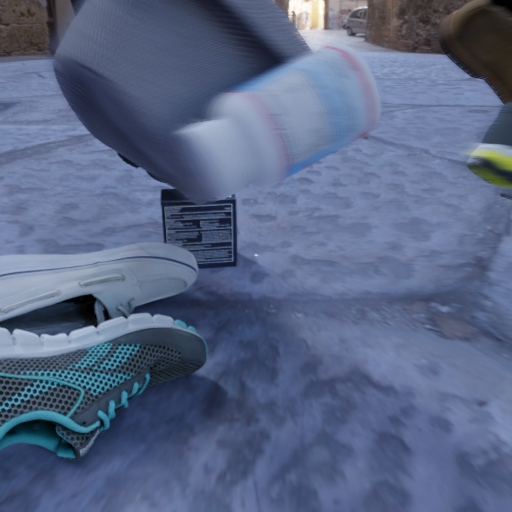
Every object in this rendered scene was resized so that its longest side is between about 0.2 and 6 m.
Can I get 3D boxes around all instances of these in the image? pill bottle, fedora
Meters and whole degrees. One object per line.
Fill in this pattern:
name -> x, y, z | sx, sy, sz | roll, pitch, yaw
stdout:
pill bottle -> 0.160, -0.831, 3.564 | 1.155, 0.628, 0.628 | -30, 33, -14
fedora -> -0.663, -1.383, 5.086 | 2.734, 1.396, 3.091 | 34, -5, 11

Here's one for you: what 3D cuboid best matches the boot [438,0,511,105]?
boot -> 3.281, -2.202, 6.500 | 2.315, 0.852, 0.873 | 26, -16, -17

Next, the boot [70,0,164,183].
boot -> -1.292, -2.416, 6.987 | 1.244, 3.791, 3.125 | -27, 46, -21

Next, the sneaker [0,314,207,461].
sneaker -> -1.635, 1.332, 5.363 | 2.665, 1.034, 1.216 | -4, 53, -31

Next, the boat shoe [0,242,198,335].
boat shoe -> -1.971, 0.496, 6.952 | 2.909, 1.047, 0.956 | -1, 53, -38

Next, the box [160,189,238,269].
box -> -0.885, -0.450, 8.758 | 1.148, 1.138, 0.707 | -3, 25, -8

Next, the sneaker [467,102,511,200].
sneaker -> 2.860, -0.955, 5.720 | 0.687, 0.781, 1.846 | 30, 10, 41
